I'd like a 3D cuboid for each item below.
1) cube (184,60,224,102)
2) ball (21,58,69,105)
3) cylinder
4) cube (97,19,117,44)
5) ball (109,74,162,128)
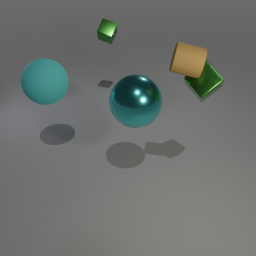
[{"bbox_3d":[1.949,-1.191,7.224,0.700,0.700,0.700,53,9,13],"label":"cube"},{"bbox_3d":[-2.535,-1.409,8.575,1.400,1.400,1.400,0,32,0],"label":"ball"},{"bbox_3d":[1.399,-1.589,6.569,0.700,0.700,0.700,14,33,2],"label":"cylinder"},{"bbox_3d":[-0.917,-4.305,12.514,0.700,0.700,0.700,21,-10,2],"label":"cube"},{"bbox_3d":[0.200,-0.703,7.398,1.400,1.400,1.400,0,32,0],"label":"ball"}]
